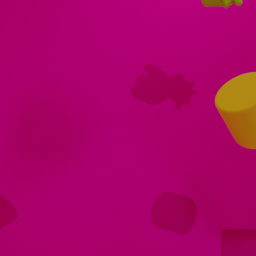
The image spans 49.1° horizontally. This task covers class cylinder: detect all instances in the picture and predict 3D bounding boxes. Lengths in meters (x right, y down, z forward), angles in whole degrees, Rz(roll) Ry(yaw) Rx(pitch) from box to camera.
[{"bbox_3d":[1.778,-0.245,4.018,0.797,0.797,0.797,-46,121,-10],"label":"cylinder"}]

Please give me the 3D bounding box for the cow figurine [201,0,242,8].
[{"bbox_3d":[1.571,-3.054,5.122,1.632,1.659,0.910,30,75,10],"label":"cow figurine"}]
